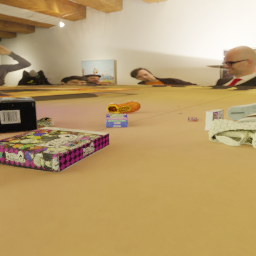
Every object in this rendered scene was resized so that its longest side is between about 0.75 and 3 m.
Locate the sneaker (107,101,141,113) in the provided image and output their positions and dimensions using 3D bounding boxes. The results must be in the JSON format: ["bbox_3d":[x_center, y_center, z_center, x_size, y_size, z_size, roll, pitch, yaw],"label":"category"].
[{"bbox_3d":[-0.238,-1.056,15.488,1.909,0.697,0.736,-5,25,13],"label":"sneaker"}]

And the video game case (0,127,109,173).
[{"bbox_3d":[-2.152,0.489,7.853,2.407,0.475,2.655,5,12,22],"label":"video game case"}]

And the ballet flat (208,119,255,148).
[{"bbox_3d":[3.684,0.284,8.556,2.584,0.927,0.927,5,12,38],"label":"ballet flat"}]

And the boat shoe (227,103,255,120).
[{"bbox_3d":[5.890,-0.750,12.718,0.886,0.976,2.655,-11,15,-39],"label":"boat shoe"}]

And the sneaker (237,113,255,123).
[{"bbox_3d":[4.953,-0.053,8.837,2.908,1.141,1.155,6,18,34],"label":"sneaker"}]

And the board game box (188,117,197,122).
[{"bbox_3d":[3.079,-0.411,13.349,0.424,0.080,0.823,1,11,12],"label":"board game box"}]

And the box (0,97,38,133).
[{"bbox_3d":[-4.806,-0.583,11.295,2.018,1.243,2.001,-5,11,-22],"label":"box"}]

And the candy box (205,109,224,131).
[{"bbox_3d":[3.454,-0.321,11.154,0.905,0.759,0.324,-11,16,-43],"label":"candy box"}]

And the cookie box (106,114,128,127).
[{"bbox_3d":[-0.489,-0.329,12.067,0.934,0.410,1.092,0,12,-4],"label":"cookie box"}]

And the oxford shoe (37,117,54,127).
[{"bbox_3d":[-3.589,-0.316,12.089,0.464,0.356,1.233,-25,23,-36],"label":"oxford shoe"}]
